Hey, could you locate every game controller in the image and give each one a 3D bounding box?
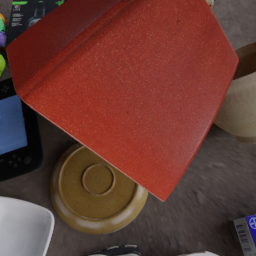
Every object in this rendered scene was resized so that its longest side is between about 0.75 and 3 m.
[{"bbox_3d":[-2.930,-0.055,6.932,1.422,0.574,2.726,-15,65,-7],"label":"game controller"}]

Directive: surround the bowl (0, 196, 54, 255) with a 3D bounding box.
[{"bbox_3d":[-2.394,2.344,5.785,1.625,0.606,1.623,13,66,7],"label":"bowl"}]

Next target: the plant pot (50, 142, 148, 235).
[{"bbox_3d":[-0.670,1.218,6.477,2.328,0.320,2.328,0,65,-1],"label":"plant pot"}]

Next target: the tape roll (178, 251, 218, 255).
[{"bbox_3d":[1.270,3.212,5.011,1.804,1.238,1.804,0,64,1],"label":"tape roll"}]

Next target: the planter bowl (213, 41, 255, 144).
[{"bbox_3d":[2.861,-0.761,6.318,2.625,2.625,1.766,-32,106,-14],"label":"planter bowl"}]

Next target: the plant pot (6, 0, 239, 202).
[{"bbox_3d":[0.020,-1.032,4.681,2.487,2.822,2.820,-48,35,2],"label":"plant pot"}]

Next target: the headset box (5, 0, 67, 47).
[{"bbox_3d":[-2.470,-2.828,8.076,1.612,0.859,1.851,-2,65,-1],"label":"headset box"}]

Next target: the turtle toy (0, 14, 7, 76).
[{"bbox_3d":[-4.019,-2.431,7.704,1.681,1.166,2.307,-23,68,15],"label":"turtle toy"}]

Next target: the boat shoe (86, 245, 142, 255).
[{"bbox_3d":[-0.320,2.646,5.770,1.216,0.449,0.367,-12,21,11],"label":"boat shoe"}]

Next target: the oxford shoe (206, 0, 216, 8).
[{"bbox_3d":[2.397,-3.978,8.808,0.571,0.538,1.528,40,72,12],"label":"oxford shoe"}]

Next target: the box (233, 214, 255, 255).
[{"bbox_3d":[3.136,2.366,5.685,1.442,0.757,1.327,-9,66,-5],"label":"box"}]
